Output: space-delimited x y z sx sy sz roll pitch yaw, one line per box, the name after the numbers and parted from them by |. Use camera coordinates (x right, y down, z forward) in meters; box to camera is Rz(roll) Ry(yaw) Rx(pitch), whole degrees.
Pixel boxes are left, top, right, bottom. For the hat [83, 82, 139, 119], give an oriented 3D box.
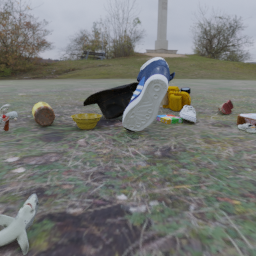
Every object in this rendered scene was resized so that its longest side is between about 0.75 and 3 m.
-0.535 -1.094 12.931 2.914 1.176 2.914 -18 -2 -1 | hat

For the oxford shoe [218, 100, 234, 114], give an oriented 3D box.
5.184 -1.012 15.087 0.654 0.616 1.748 -28 -2 36 | oxford shoe

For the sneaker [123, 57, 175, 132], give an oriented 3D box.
0.710 -1.370 10.691 1.115 2.767 2.026 21 40 -12 | sneaker

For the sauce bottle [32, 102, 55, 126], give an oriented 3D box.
-3.937 -0.762 12.797 0.913 0.913 2.764 -5 16 -22 | sauce bottle

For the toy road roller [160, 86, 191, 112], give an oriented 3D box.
2.612 -1.620 16.032 2.001 1.230 1.461 8 27 30 | toy road roller

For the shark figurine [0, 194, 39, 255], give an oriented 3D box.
-1.844 1.533 4.131 1.290 0.771 0.538 -18 -12 -1 | shark figurine

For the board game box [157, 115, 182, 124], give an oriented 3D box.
1.885 -0.401 12.799 0.792 0.209 1.035 -5 14 -20 | board game box

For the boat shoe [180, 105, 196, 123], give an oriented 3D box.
2.829 -0.708 12.938 0.684 0.625 1.902 21 12 2 | boat shoe

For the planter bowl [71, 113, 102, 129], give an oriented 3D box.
-1.689 -0.247 11.428 1.250 0.521 1.250 0 14 0 | planter bowl

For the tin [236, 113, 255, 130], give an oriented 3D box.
5.566 -0.218 11.489 1.375 0.514 2.455 0 12 -19 | tin

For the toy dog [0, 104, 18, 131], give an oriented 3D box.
-4.804 -0.146 10.506 1.447 0.697 0.954 -34 -18 -16 | toy dog

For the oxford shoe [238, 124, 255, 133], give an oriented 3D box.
4.700 -0.041 11.037 0.393 0.302 1.046 -4 11 -6 | oxford shoe
